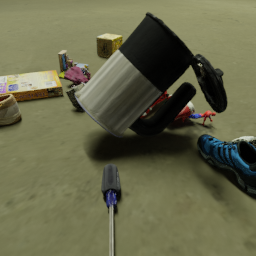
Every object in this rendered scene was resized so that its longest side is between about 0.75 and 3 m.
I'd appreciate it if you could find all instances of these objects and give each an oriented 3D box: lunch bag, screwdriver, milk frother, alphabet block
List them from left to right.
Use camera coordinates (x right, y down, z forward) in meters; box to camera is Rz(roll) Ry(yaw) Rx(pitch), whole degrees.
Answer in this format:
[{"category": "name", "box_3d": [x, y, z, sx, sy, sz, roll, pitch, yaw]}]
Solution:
[{"category": "lunch bag", "box_3d": [-1.657, -1.036, 9.628, 0.471, 0.801, 0.657, -19, 15, 29]}, {"category": "alphabet block", "box_3d": [-0.971, -4.375, 14.909, 1.039, 1.020, 1.014, 17, 36, 25]}, {"category": "screwdriver", "box_3d": [-0.321, 1.736, 5.407, 0.417, 0.435, 2.993, -2, 34, -3]}, {"category": "milk frother", "box_3d": [0.523, -0.851, 6.817, 2.690, 2.803, 2.980, 41, 12, -12]}]

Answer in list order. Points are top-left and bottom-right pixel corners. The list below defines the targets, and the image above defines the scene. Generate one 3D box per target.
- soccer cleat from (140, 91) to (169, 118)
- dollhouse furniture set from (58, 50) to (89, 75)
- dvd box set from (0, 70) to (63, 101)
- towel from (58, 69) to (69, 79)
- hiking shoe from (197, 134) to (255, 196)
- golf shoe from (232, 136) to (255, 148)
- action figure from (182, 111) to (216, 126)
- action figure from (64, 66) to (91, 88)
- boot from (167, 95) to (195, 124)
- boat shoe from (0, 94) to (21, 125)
[{"category": "soccer cleat", "box_3d": [0.497, -0.881, 9.473, 2.087, 0.716, 0.889, -35, 19, -32]}, {"category": "dollhouse furniture set", "box_3d": [-2.376, -3.112, 12.948, 1.325, 0.865, 1.251, 6, 32, 8]}, {"category": "dvd box set", "box_3d": [-4.049, -1.640, 10.941, 2.731, 0.402, 1.998, -11, 33, -17]}, {"category": "towel", "box_3d": [-2.772, -2.437, 12.531, 0.393, 0.082, 0.912, 14, 33, 6]}, {"category": "hiking shoe", "box_3d": [2.549, 0.590, 6.667, 0.823, 0.960, 2.213, -17, 35, -26]}, {"category": "golf shoe", "box_3d": [3.149, 0.398, 7.713, 0.872, 0.341, 0.424, -3, 14, -16]}, {"category": "action figure", "box_3d": [2.263, -0.261, 8.778, 1.021, 0.506, 0.333, -10, 24, 31]}, {"category": "action figure", "box_3d": [-1.885, -1.869, 11.260, 1.458, 1.086, 0.977, 38, 85, 26]}, {"category": "boot", "box_3d": [1.334, -0.607, 9.152, 1.115, 0.560, 1.546, -25, 23, -6]}, {"category": "boat shoe", "box_3d": [-4.811, -0.594, 8.642, 2.773, 0.959, 1.022, -7, 32, -12]}]
